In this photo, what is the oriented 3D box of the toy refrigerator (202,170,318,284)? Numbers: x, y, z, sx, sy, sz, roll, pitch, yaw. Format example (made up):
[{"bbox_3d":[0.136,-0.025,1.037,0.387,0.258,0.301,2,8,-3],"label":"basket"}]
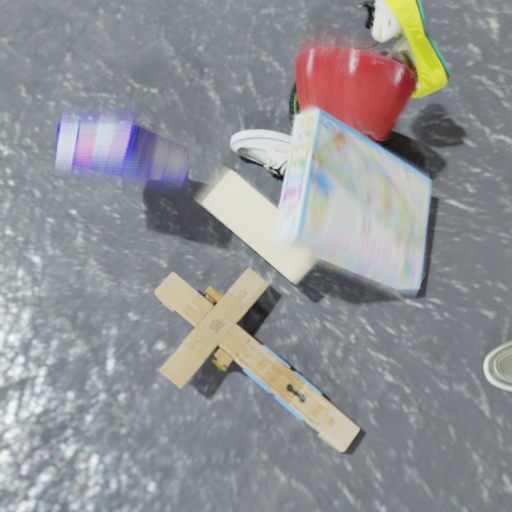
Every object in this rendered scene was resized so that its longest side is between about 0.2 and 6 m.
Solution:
[{"bbox_3d":[0.139,-0.504,10.174,2.177,0.762,0.826,41,91,11],"label":"toy refrigerator"}]

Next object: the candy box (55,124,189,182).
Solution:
[{"bbox_3d":[-2.213,-1.742,9.575,1.518,1.796,0.692,6,90,22],"label":"candy box"}]

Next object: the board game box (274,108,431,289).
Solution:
[{"bbox_3d":[1.798,-0.842,9.612,3.200,0.548,2.151,21,73,-37],"label":"board game box"}]

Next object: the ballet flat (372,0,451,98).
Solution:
[{"bbox_3d":[2.515,-3.765,9.569,0.899,2.683,0.896,-33,42,13],"label":"ballet flat"}]

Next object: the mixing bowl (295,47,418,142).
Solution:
[{"bbox_3d":[1.616,-2.657,9.853,2.183,2.183,1.183,13,90,5],"label":"mixing bowl"}]

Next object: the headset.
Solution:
[{"bbox_3d":[1.805,-3.567,11.245,1.848,1.406,2.993,24,84,7],"label":"headset"}]

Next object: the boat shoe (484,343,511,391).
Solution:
[{"bbox_3d":[5.333,1.798,9.729,2.612,0.781,0.933,-6,71,-2],"label":"boat shoe"}]

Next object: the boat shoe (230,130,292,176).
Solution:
[{"bbox_3d":[0.500,-1.914,11.066,2.104,0.757,0.692,12,67,-5],"label":"boat shoe"}]

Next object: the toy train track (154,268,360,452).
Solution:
[{"bbox_3d":[-0.049,1.866,9.843,4.187,0.681,2.401,39,68,6],"label":"toy train track"}]
